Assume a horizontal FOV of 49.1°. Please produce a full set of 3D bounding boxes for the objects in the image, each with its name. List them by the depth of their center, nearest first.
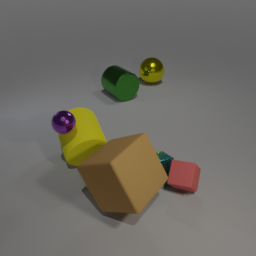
[{"bbox_3d":[-0.123,1.125,7.036,1.400,1.400,1.400,-14,18,46],"label":"cube"},{"bbox_3d":[1.615,1.370,8.011,0.700,0.700,0.700,6,72,29],"label":"cube"},{"bbox_3d":[-1.840,-0.159,8.037,0.700,0.700,0.700,0,31,0],"label":"ball"},{"bbox_3d":[0.941,1.196,8.556,0.700,0.700,0.700,-11,17,-20],"label":"cube"},{"bbox_3d":[-1.530,0.291,9.177,1.400,1.400,1.400,-13,53,-20],"label":"cylinder"},{"bbox_3d":[-0.387,-2.210,13.715,1.400,1.400,1.400,-19,36,-28],"label":"cylinder"},{"bbox_3d":[1.286,-3.128,15.240,1.400,1.400,1.400,0,31,0],"label":"ball"}]
